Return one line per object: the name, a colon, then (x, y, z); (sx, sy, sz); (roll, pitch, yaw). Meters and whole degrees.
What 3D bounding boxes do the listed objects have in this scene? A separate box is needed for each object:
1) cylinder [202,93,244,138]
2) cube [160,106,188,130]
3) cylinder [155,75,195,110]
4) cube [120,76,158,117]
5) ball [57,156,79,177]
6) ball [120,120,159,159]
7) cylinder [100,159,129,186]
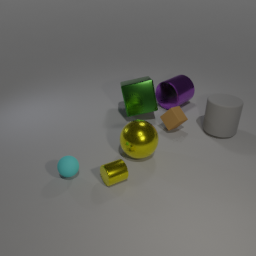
cylinder: (3.886, -0.533, 11.547); (1.400, 1.400, 1.400); (2, 28, -1)
cube: (1.920, -0.412, 11.708); (0.700, 0.700, 0.700); (-16, 70, -50)
cylinder: (2.301, -1.766, 13.721); (1.400, 1.400, 1.400); (26, 39, 37)
cube: (0.480, -1.461, 12.731); (1.400, 1.400, 1.400); (-12, 17, 1)
ball: (-1.951, 1.252, 9.145); (0.700, 0.700, 0.700); (0, 31, 0)
ball: (0.399, 0.403, 10.071); (1.400, 1.400, 1.400); (0, 31, 0)
cylinder: (-0.447, 1.426, 9.020); (0.700, 0.700, 0.700); (-17, 34, -26)
